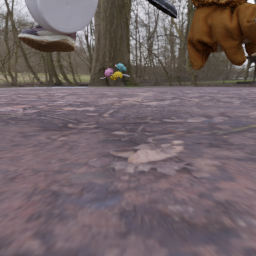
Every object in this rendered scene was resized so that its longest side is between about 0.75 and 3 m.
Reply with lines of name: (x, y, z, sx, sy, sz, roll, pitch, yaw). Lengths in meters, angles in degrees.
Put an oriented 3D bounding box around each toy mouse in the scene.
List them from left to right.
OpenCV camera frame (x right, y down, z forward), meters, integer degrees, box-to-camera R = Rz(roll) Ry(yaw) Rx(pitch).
toy mouse: (-0.460, -2.031, 9.818, 1.086, 0.210, 0.966, -12, 44, 14)

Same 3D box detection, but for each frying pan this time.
frying pan: (0.430, -2.486, 5.398, 1.316, 0.214, 0.796, 38, 18, 18)

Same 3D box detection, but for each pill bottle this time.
pill bottle: (-1.638, -3.181, 6.516, 1.567, 1.567, 2.869, -4, 36, -22)

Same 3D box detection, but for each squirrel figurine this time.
squirrel figurine: (3.064, -3.206, 7.735, 2.069, 2.924, 2.729, -22, 16, -17)

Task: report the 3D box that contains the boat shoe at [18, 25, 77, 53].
boat shoe: (-2.495, -2.899, 8.816, 2.396, 0.776, 0.862, 14, -11, 35)
